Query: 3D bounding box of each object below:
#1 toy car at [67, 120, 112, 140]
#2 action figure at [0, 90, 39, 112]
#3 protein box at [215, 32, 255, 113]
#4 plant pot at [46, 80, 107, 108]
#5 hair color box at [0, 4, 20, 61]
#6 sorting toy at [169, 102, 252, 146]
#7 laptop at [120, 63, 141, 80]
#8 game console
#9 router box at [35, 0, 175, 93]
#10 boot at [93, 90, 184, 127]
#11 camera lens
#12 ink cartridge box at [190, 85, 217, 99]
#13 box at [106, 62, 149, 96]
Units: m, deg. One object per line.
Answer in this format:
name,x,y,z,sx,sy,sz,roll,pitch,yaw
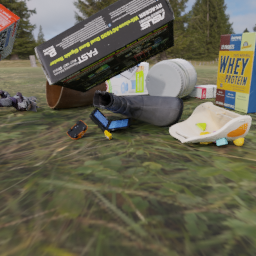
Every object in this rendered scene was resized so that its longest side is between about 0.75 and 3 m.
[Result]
toy car,-0.997,0.227,7.310,1.133,0.556,0.377,22,-23,16
action figure,-4.502,-0.969,10.346,1.757,0.937,2.701,2,9,39
protein box,5.361,-2.264,11.255,2.857,2.878,1.942,-5,16,-19
plant pot,-2.043,-1.687,11.613,2.140,2.000,2.000,6,10,-35
hair color box,-3.764,-1.969,6.940,0.759,1.317,2.375,35,46,-8
sorting toy,1.869,0.040,6.915,1.493,0.886,1.658,-11,18,-12
laptop,-0.108,-2.561,9.911,1.180,0.730,1.260,29,50,3
game console,-0.503,-0.308,8.241,0.666,1.007,1.145,-42,9,12
router box,-0.314,-1.641,5.661,2.484,0.772,1.861,-26,-1,9
boot,0.169,-0.628,8.314,1.771,0.939,2.690,11,-5,-36
camera lens,2.072,-2.244,13.135,1.888,1.888,2.360,8,18,27
ink cartridge box,3.971,-1.852,14.225,1.321,0.551,0.959,-6,16,-22
box,-0.547,-2.613,14.861,2.981,1.677,1.511,-4,16,-16
